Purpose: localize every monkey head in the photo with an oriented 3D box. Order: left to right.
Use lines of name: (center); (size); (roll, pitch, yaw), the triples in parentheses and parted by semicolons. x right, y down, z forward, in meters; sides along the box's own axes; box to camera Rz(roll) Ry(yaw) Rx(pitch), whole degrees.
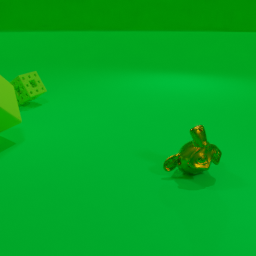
monkey head: (1.243, 0.408, 5.240); (1.247, 0.897, 0.751); (-20, 5, -27)

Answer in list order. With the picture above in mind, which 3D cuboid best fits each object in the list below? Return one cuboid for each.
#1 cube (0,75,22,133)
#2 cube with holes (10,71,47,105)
cube: (-3.364, -0.570, 6.444); (1.155, 1.155, 1.155); (-24, 65, 3)
cube with holes: (-3.465, -1.362, 9.600); (0.780, 0.780, 0.780); (-22, 9, 35)
